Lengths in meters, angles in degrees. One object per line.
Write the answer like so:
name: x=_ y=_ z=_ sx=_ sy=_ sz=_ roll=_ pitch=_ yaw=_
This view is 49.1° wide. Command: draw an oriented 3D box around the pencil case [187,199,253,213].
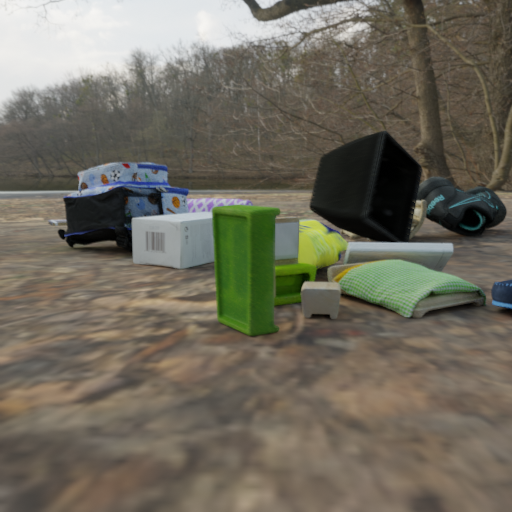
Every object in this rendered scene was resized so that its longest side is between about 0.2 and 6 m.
pencil case: x=-0.925 y=-0.838 z=12.179 sx=1.894 sy=0.795 sz=0.810 roll=5 pitch=-22 yaw=19

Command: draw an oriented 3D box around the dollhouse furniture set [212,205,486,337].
dollhouse furniture set: x=0.870 y=0.004 z=5.346 sx=2.674 sy=1.032 sz=1.336 roll=-5 pitch=10 yaw=-31

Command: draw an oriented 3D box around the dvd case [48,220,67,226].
dvd case: x=-4.826 y=-0.894 z=14.840 sx=1.212 sy=0.097 sz=0.901 roll=-4 pitch=10 yaw=-27

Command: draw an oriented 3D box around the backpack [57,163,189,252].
backpack: x=-2.168 y=-0.832 z=9.856 sx=2.039 sy=1.571 sz=1.942 roll=3 pitch=-2 yaw=41

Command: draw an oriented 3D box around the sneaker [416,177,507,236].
sneaker: x=4.621 y=-0.847 z=12.179 sx=3.048 sy=1.149 sz=1.208 roll=3 pitch=36 yaw=-38

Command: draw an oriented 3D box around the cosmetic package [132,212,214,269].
cosmetic package: x=-0.939 y=-0.284 z=8.531 sx=0.985 sy=0.708 sz=1.746 roll=6 pitch=9 yaw=34

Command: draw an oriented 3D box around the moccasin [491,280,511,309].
moccasin: x=3.056 y=0.213 z=5.370 sx=1.779 sy=0.606 sz=0.716 roll=-2 pitch=9 yaw=-16

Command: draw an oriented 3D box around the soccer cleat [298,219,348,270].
soccer cleat: x=0.686 y=-0.128 z=7.102 sx=0.973 sy=0.752 sz=2.325 roll=-5 pitch=6 yaw=10

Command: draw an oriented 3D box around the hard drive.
hard drive: x=1.659 y=0.063 z=6.714 sx=1.172 sy=0.156 sz=0.773 roll=1 pitch=-25 yaw=3

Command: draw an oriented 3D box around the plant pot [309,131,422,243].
plant pot: x=1.810 y=-1.102 z=9.657 sx=1.343 sy=1.511 sz=1.514 roll=4 pitch=-15 yaw=40

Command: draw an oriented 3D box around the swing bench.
swing bench: x=2.529 y=-0.764 z=11.293 sx=1.411 sy=0.915 sz=1.403 roll=5 pitch=8 yaw=0
